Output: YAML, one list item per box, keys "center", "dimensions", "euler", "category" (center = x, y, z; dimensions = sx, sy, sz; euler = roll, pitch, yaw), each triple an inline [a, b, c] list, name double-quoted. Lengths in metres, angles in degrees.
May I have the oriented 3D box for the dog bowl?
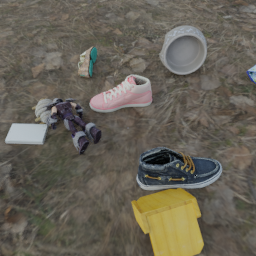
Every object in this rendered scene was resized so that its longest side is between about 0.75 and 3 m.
- center: [2.458, -3.317, 12.298]
  dimensions: [2.144, 2.144, 0.629]
  euler: [-1, 37, -1]
  category: "dog bowl"

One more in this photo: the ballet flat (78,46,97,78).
- center: [-1.962, -3.180, 13.241]
  dimensions: [0.715, 0.723, 2.125]
  euler: [-2, 45, 8]
  category: "ballet flat"

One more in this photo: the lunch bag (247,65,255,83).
- center: [5.945, -2.404, 12.540]
  dimensions: [0.853, 0.639, 1.003]
  euler: [-32, 64, -26]
  category: "lunch bag"

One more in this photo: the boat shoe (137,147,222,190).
- center: [1.683, 1.207, 8.725]
  dimensions: [2.826, 1.283, 1.000]
  euler: [-8, 48, -7]
  category: "boat shoe"

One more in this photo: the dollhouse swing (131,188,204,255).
- center: [1.146, 2.736, 7.993]
  dimensions: [1.618, 1.422, 1.470]
  euler: [-14, 7, -12]
  category: "dollhouse swing"

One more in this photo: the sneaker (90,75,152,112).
- center: [-0.286, -1.458, 11.189]
  dimensions: [2.586, 1.352, 0.973]
  euler: [-7, 49, -5]
  category: "sneaker"

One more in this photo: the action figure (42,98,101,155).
- center: [-2.085, -0.263, 10.171]
  dimensions: [1.594, 0.850, 2.450]
  euler: [-28, 63, -33]
  category: "action figure"

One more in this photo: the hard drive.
- center: [-3.736, 0.210, 10.417]
  dimensions: [1.361, 0.179, 0.897]
  euler: [1, 47, 2]
  category: "hard drive"

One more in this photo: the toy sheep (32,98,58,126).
- center: [-3.130, -0.598, 10.744]
  dimensions: [0.932, 0.932, 1.351]
  euler: [-17, 62, -15]
  category: "toy sheep"
